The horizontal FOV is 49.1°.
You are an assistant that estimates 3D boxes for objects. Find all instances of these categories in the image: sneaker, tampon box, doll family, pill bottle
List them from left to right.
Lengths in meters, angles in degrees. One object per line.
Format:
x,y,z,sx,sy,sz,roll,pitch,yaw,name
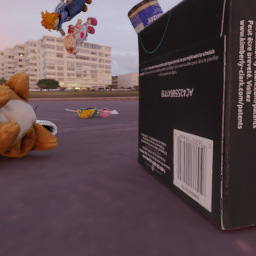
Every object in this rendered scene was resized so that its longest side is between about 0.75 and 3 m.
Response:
-2.214,0.011,5.743,1.463,0.539,0.845,-4,5,-40,sneaker
-1.447,-3.132,6.998,1.190,2.641,1.639,32,47,3,doll family
1.072,-3.843,11.322,1.342,2.399,1.342,-28,6,3,pill bottle
1.706,-0.308,3.100,2.783,1.757,2.086,-2,7,-14,tampon box

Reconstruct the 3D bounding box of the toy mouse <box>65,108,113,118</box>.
-1.376,-0.654,12.084,1.964,0.380,1.746,3,8,22,toy mouse

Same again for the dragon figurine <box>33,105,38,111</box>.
-3.649,-0.453,9.461,1.005,0.595,2.022,5,9,35,dragon figurine

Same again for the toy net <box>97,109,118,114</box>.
-1.056,-0.837,14.389,1.122,0.217,0.589,2,7,18,toy net

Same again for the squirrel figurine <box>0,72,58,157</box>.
-2.196,0.067,3.851,1.730,1.225,1.615,-12,10,29,squirrel figurine
